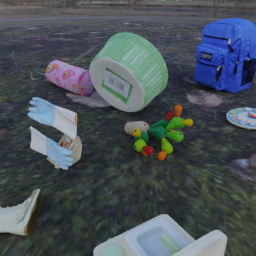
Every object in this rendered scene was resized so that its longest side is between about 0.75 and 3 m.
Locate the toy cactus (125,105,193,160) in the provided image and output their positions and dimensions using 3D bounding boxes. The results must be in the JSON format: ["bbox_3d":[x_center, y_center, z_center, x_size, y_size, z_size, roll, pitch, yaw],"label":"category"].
[{"bbox_3d":[0.684,0.047,8.109,1.908,1.183,2.313,10,35,39],"label":"toy cactus"}]

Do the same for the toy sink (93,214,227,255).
[{"bbox_3d":[0.309,1.858,3.450,1.180,1.811,1.014,-17,32,-29],"label":"toy sink"}]

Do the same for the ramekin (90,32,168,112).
[{"bbox_3d":[-0.070,-1.824,9.877,2.670,2.670,1.304,18,53,31],"label":"ramekin"}]

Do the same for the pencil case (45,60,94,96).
[{"bbox_3d":[-2.528,-2.241,12.414,2.633,1.151,1.151,23,35,37],"label":"pencil case"}]

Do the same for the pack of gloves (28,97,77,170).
[{"bbox_3d":[-2.007,0.145,6.882,1.838,1.544,0.363,22,24,35],"label":"pack of gloves"}]

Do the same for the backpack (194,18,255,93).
[{"bbox_3d":[4.293,-3.212,12.292,2.456,2.927,2.378,-20,34,-35],"label":"backpack"}]

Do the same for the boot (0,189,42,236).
[{"bbox_3d":[-2.216,1.617,5.513,0.874,0.407,1.130,0,28,0],"label":"boot"}]

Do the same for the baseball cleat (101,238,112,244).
[{"bbox_3d":[-0.354,2.213,4.260,0.694,0.455,1.305,12,30,23],"label":"baseball cleat"}]

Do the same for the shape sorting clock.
[{"bbox_3d":[4.188,-0.368,9.565,1.562,0.306,1.562,0,26,0],"label":"shape sorting clock"}]

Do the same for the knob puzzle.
[{"bbox_3d":[-1.541,0.639,7.248,1.096,0.152,1.096,-16,52,22],"label":"knob puzzle"}]
